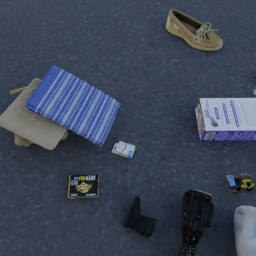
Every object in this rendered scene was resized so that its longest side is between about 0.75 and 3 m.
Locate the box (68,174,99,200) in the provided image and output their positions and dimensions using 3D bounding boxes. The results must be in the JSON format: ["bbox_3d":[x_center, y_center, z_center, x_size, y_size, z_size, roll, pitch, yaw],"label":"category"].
[{"bbox_3d":[-1.497,2.001,9.532,0.998,0.246,0.797,-1,57,-1],"label":"box"}]

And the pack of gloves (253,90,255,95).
[{"bbox_3d":[6.205,-1.562,11.763,1.736,0.343,1.458,22,72,17],"label":"pack of gloves"}]

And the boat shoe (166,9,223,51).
[{"bbox_3d":[3.092,-4.581,13.159,2.956,0.927,1.083,31,63,17],"label":"boat shoe"}]

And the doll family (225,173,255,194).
[{"bbox_3d":[3.833,1.911,9.504,1.131,0.444,0.654,-7,63,2],"label":"doll family"}]

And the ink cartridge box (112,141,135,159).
[{"bbox_3d":[-0.174,0.775,10.271,0.767,0.260,0.445,17,60,10],"label":"ink cartridge box"}]

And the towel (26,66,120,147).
[{"bbox_3d":[-1.883,-0.825,10.170,2.968,0.354,2.149,29,55,-12],"label":"towel"}]

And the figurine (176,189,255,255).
[{"bbox_3d":[2.715,3.496,8.240,2.697,1.161,2.632,15,68,9],"label":"figurine"}]

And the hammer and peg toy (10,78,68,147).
[{"bbox_3d":[-3.397,-0.634,10.747,1.975,0.947,2.685,-11,59,-5],"label":"hammer and peg toy"}]

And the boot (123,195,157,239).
[{"bbox_3d":[0.452,2.832,8.916,0.932,0.421,1.138,18,67,13],"label":"boot"}]

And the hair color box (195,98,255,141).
[{"bbox_3d":[4.039,-0.324,10.598,2.694,0.873,1.473,1,59,-2],"label":"hair color box"}]

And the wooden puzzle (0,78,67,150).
[{"bbox_3d":[-3.031,-0.494,9.995,2.109,0.527,2.277,26,57,1],"label":"wooden puzzle"}]
